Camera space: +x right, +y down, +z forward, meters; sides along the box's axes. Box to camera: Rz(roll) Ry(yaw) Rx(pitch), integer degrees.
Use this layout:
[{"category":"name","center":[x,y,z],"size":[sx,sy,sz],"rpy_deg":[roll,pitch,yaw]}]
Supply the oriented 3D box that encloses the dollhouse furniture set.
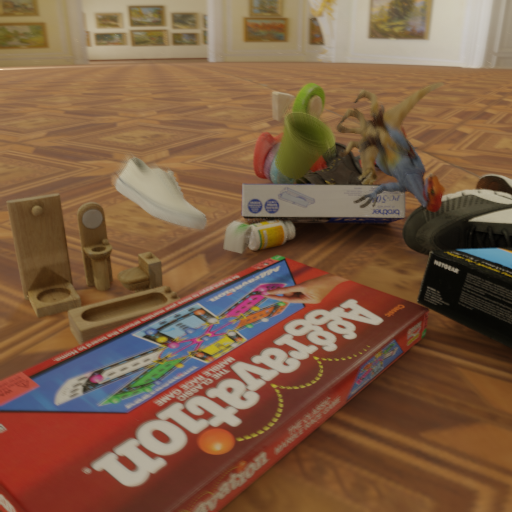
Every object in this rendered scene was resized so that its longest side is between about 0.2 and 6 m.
[{"category":"dollhouse furniture set","center":[-2.254,0.077,7.901],"size":[1.828,1.566,1.922],"rpy_deg":[-14,27,-28]}]

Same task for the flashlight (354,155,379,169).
[{"category":"flashlight","center":[2.962,-2.439,14.850],"size":[1.904,0.647,0.645],"rpy_deg":[-27,22,-38]}]

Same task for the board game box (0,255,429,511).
[{"category":"board game box","center":[-0.424,1.294,6.492],"size":[2.668,0.504,5.182],"rpy_deg":[21,31,37]}]

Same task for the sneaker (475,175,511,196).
[{"category":"sneaker","center":[5.585,-1.109,11.824],"size":[0.915,0.787,2.162],"rpy_deg":[9,21,-26]}]

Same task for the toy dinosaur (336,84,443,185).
[{"category":"toy dinosaur","center":[2.570,-2.698,11.693],"size":[1.483,2.934,0.854],"rpy_deg":[35,-15,-1]}]

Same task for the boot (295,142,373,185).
[{"category":"boot","center":[1.630,-1.953,13.193],"size":[1.719,0.684,1.974],"rpy_deg":[-15,49,-29]}]

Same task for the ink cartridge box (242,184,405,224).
[{"category":"ink cartridge box","center":[1.242,-0.989,10.856],"size":[2.977,0.658,1.399],"rpy_deg":[0,0,2]}]

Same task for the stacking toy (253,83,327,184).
[{"category":"stacking toy","center":[1.221,-2.879,13.813],"size":[1.113,2.385,2.635],"rpy_deg":[29,34,29]}]

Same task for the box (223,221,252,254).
[{"category":"box","center":[-0.325,-0.330,9.847],"size":[0.357,0.416,0.414],"rpy_deg":[15,25,12]}]

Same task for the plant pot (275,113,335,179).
[{"category":"plant pot","center":[0.659,-1.607,8.488],"size":[0.813,0.772,0.813],"rpy_deg":[15,44,-15]}]

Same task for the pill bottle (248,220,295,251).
[{"category":"pill bottle","center":[0.267,-0.404,10.337],"size":[0.857,0.484,0.484],"rpy_deg":[-14,27,-27]}]

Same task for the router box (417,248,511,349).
[{"category":"router box","center":[3.968,0.746,6.790],"size":[2.359,0.808,3.163],"rpy_deg":[-2,21,-39]}]

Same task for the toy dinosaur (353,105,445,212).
[{"category":"toy dinosaur","center":[2.665,-1.614,9.602],"size":[2.321,1.219,2.106],"rpy_deg":[-20,58,-33]}]

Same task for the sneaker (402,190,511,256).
[{"category":"sneaker","center":[4.344,-0.258,9.055],"size":[3.763,1.251,1.703],"rpy_deg":[5,21,6]}]

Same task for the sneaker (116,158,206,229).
[{"category":"sneaker","center":[-1.687,-1.146,9.954],"size":[2.136,0.756,0.780],"rpy_deg":[29,15,28]}]
